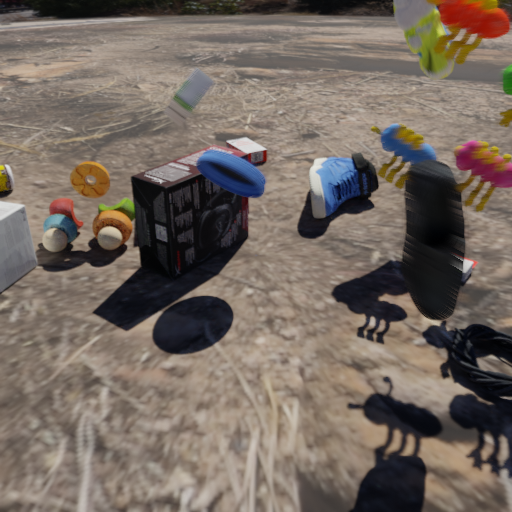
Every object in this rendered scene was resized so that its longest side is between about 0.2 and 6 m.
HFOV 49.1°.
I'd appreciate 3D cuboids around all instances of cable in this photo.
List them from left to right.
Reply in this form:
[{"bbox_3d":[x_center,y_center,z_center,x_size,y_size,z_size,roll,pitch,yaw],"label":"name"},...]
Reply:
[{"bbox_3d":[3.281,1.427,7.719,1.149,0.358,1.408,-25,40,-28],"label":"cable"}]

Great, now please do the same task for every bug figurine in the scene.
[{"bbox_3d":[3.201,-2.264,8.485,0.856,3.326,2.579,-29,61,-38],"label":"bug figurine"}]

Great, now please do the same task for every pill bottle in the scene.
[{"bbox_3d":[-6.262,-1.740,13.035,1.084,0.592,0.592,-17,33,-26],"label":"pill bottle"}]

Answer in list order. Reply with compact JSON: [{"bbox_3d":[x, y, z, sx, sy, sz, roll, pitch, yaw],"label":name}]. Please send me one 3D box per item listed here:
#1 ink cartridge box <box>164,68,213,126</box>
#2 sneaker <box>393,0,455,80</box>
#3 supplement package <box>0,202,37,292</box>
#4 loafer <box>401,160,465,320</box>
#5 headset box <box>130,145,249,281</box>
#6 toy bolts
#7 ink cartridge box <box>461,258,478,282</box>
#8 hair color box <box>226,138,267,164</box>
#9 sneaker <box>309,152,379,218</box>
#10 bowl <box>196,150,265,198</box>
[{"bbox_3d":[-1.473,-3.397,12.054,0.821,0.474,1.125,-57,15,-19],"label":"ink cartridge box"},{"bbox_3d":[3.231,-4.319,10.687,0.768,2.028,1.065,-16,4,31],"label":"sneaker"},{"bbox_3d":[-4.780,-0.072,9.391,1.218,1.227,1.617,10,31,16],"label":"supplement package"},{"bbox_3d":[1.980,-0.096,6.216,0.648,1.908,0.670,-9,20,0],"label":"loafer"},{"bbox_3d":[-1.046,-0.902,10.325,0.924,1.780,2.392,20,36,31],"label":"headset box"},{"bbox_3d":[-3.329,-0.757,10.577,1.683,1.607,1.167,-15,36,9],"label":"toy bolts"},{"bbox_3d":[3.460,0.069,10.200,0.960,0.215,0.846,20,36,31],"label":"ink cartridge box"},{"bbox_3d":[-0.269,-2.851,15.255,0.646,0.372,1.164,-16,34,-25],"label":"hair color box"},{"bbox_3d":[1.965,-1.596,12.346,1.457,1.005,2.619,-3,22,12],"label":"sneaker"},{"bbox_3d":[-0.392,-1.332,9.102,1.192,1.192,0.234,18,77,29],"label":"bowl"}]
